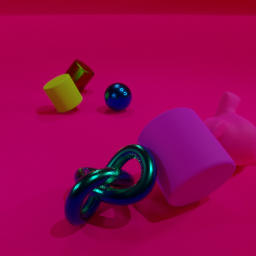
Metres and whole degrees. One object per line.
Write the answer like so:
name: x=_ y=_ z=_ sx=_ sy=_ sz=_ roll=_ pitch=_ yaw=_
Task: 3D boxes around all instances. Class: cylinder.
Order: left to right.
cylinder: x=-1.975 y=-1.057 z=8.544 sx=0.871 sy=0.871 sz=0.871 roll=-21 pitch=29 yaw=12
cylinder: x=-1.841 y=-1.910 z=10.332 sx=0.895 sy=0.895 sz=0.895 roll=38 pitch=18 yaw=-14
cylinder: x=0.915 y=0.472 z=4.615 sx=1.180 sy=1.180 sz=1.180 roll=-11 pitch=51 yaw=-24

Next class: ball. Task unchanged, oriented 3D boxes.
ball: x=-0.306 y=-0.959 z=8.629 sx=0.877 sy=0.877 sz=0.877 roll=0 pitch=24 yaw=0

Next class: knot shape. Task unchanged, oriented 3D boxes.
knot shape: x=-0.388 y=0.898 z=4.302 sx=1.554 sy=0.718 sz=1.454 roll=-23 pitch=7 yaw=47

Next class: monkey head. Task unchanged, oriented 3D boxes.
monkey head: x=2.133 y=0.022 z=5.630 sx=1.946 sy=1.400 sz=1.173 roll=17 pitch=6 yaw=-31
